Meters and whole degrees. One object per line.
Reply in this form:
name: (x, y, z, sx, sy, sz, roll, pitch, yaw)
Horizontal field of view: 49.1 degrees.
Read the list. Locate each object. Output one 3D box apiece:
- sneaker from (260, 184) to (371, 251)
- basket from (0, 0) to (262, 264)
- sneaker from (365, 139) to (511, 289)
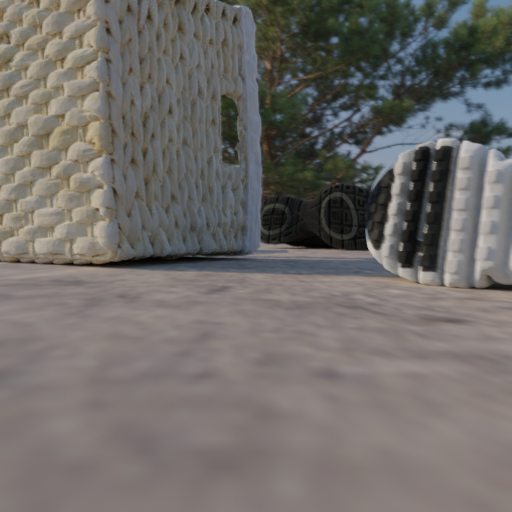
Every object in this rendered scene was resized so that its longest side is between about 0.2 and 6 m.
sneaker: (1.561, -0.684, 11.103, 3.296, 1.251, 1.496, 7, -2, 45)
basket: (-1.900, -1.497, 6.977, 3.179, 3.150, 2.556, 2, 6, 35)
sneaker: (1.823, -0.193, 3.593, 1.117, 1.035, 2.755, 13, -2, -33)
